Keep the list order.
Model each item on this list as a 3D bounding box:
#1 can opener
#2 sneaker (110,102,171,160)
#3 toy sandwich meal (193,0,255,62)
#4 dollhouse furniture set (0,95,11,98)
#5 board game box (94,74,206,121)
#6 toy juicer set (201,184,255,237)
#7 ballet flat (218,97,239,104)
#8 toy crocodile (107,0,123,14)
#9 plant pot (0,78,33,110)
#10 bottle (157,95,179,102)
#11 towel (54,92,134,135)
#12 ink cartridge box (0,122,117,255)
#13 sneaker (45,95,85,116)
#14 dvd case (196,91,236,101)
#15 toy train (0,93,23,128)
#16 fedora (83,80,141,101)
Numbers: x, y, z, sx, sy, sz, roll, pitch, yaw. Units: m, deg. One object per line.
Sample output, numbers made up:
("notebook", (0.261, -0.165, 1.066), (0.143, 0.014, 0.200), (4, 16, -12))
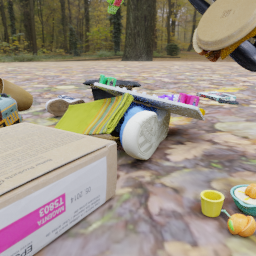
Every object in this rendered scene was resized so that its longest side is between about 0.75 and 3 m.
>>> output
("can opener", (2.311, -2.413, 6.272), (1.049, 2.669, 0.846), (-17, -21, -51))
("sneaker", (-0.035, -0.081, 6.349), (1.529, 1.055, 2.748), (12, 15, 17))
("toy sandwich meal", (2.027, -2.014, 5.494), (0.575, 1.678, 1.678), (35, -4, -33))
("dollhouse furniture set", (-4.379, -0.297, 7.951), (1.889, 1.447, 2.883), (3, -14, -12))
("board game box", (0.696, -0.711, 6.969), (2.370, 0.307, 2.370), (16, 1, 19))
("toy juicer set", (1.828, 1.026, 3.787), (1.500, 0.408, 0.954), (-5, 17, -20))
("ballet flat", (4.131, -1.136, 11.496), (0.828, 0.302, 0.302), (7, 17, 21))
("toy crocodile", (-0.172, -2.830, 5.865), (0.326, 0.966, 0.298), (-1, 49, -37))
("plant pot", (-4.100, -1.087, 10.049), (1.230, 1.146, 1.146), (13, 4, -43))
("bottle", (1.760, -1.059, 10.884), (1.431, 0.467, 0.598), (1, 17, 2))
("towel", (-0.972, -0.259, 6.546), (2.483, 0.224, 1.068), (-4, 45, 48))
("ink cartridge box", (-1.697, 0.751, 3.730), (2.092, 0.954, 2.539), (12, 20, 32))
("sneaker", (-2.379, -0.809, 9.751), (0.921, 0.595, 1.697), (16, 15, 31))
("dvd case", (4.044, -1.489, 12.929), (1.100, 0.166, 1.507), (-6, 16, -20))
("toy train", (-2.769, 0.001, 5.820), (0.926, 1.238, 2.172), (0, 17, -3))
("fedora", (-0.571, -1.117, 9.894), (2.290, 1.046, 2.290), (1, 6, 0))
